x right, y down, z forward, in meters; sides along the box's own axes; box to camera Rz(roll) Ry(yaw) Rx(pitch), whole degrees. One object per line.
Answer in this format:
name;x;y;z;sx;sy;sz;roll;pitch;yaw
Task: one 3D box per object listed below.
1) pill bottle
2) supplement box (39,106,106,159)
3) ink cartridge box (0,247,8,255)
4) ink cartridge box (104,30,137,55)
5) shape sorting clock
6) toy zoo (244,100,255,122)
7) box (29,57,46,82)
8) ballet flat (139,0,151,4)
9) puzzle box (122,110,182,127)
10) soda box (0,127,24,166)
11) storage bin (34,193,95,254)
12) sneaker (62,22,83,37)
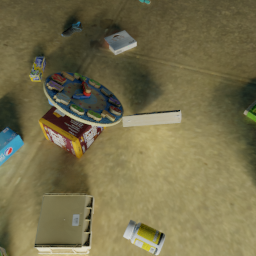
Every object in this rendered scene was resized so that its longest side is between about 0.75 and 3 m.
pill bottle;0.468;3.143;8.125;1.106;0.632;0.632;23;58;9
supplement box;-2.093;-0.148;10.885;1.769;1.191;1.793;28;60;18
ink cartridge box;-3.830;3.880;8.193;0.385;1.016;0.751;-27;59;-18
ink cartridge box;-0.399;-4.413;14.409;1.312;0.293;1.156;-27;60;-18
shape sorting clock;-1.471;-1.111;9.825;2.962;0.581;2.962;19;32;-13
toy zoo;6.524;-0.372;11.595;1.837;0.287;2.800;-38;63;-23
box;-4.232;-2.793;13.210;0.448;0.411;1.279;2;56;2
ballet flat;1.012;-7.573;16.670;0.843;0.297;0.275;34;36;18
puzzle box;0.984;-0.385;10.073;1.856;2.790;0.355;-4;94;11
soda box;-4.951;0.975;10.401;0.669;0.707;2.085;31;61;20
storage bin;-1.960;3.024;8.938;1.690;0.798;1.702;1;55;0
sneaker;-3.000;-5.256;14.875;1.215;0.498;0.445;-32;62;-20
